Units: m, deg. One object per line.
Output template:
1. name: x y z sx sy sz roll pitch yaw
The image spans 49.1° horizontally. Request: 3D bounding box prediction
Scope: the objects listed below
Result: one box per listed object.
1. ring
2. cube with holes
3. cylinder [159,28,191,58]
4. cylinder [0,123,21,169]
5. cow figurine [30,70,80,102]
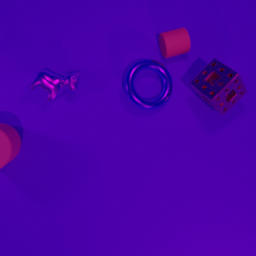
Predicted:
1. ring: 0.646 -1.330 8.584 1.574 0.315 1.574 1 87 -15
2. cube with holes: 2.622 -1.177 8.106 0.984 0.984 0.984 -46 48 8
3. cylinder: 1.445 -2.654 8.744 0.772 0.772 0.772 -15 81 -5
4. cylinder: -3.766 0.502 7.848 1.242 1.242 1.242 -1 94 -10
5. cow figurine: -2.144 -1.416 8.485 1.304 0.716 1.283 36 98 -19
